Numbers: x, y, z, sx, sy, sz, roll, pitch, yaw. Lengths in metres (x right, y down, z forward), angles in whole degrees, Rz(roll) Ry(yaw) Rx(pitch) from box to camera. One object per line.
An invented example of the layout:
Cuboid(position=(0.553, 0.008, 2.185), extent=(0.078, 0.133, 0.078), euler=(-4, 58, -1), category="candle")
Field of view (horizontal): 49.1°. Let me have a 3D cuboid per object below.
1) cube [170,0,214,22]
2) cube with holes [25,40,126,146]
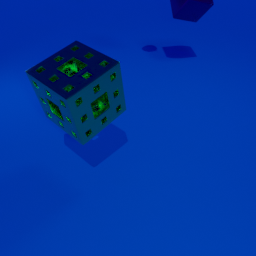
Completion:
Cuboid(position=(2.064, -4.239, 9.231), extent=(0.971, 0.971, 0.971), euler=(0, 74, -23), category="cube")
Cuboid(position=(-0.898, -0.669, 5.207), extent=(1.166, 1.166, 1.166), euler=(33, 60, 30), category="cube with holes")
